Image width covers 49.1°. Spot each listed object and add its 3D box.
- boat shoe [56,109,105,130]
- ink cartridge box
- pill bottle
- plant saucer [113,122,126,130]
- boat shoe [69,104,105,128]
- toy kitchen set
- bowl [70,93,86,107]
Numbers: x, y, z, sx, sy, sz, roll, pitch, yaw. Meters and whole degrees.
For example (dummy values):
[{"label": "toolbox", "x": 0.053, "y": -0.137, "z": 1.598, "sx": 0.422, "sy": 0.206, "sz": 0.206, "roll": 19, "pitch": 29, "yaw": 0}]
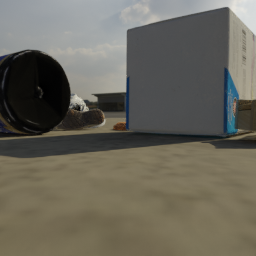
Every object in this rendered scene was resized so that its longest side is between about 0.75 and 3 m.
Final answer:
[{"label": "boat shoe", "x": -1.412, "y": -0.189, "z": 7.700, "sx": 1.549, "sy": 0.586, "sz": 0.556, "roll": -2, "pitch": -11, "yaw": -31}, {"label": "ink cartridge box", "x": 1.658, "y": -0.998, "z": 6.372, "sx": 2.150, "sy": 2.188, "sz": 2.972, "roll": 1, "pitch": 2, "yaw": 36}, {"label": "pill bottle", "x": -2.848, "y": -0.732, "z": 6.336, "sx": 2.994, "sy": 1.675, "sz": 1.675, "roll": 1, "pitch": 3, "yaw": 38}, {"label": "plant saucer", "x": 0.247, "y": -0.060, "z": 7.876, "sx": 1.324, "sy": 0.214, "sz": 1.324, "roll": 0, "pitch": 3, "yaw": 0}, {"label": "boat shoe", "x": -1.484, "y": -0.407, "z": 8.650, "sx": 2.016, "sy": 0.659, "sz": 0.742, "roll": -3, "pitch": 25, "yaw": -46}, {"label": "toy kitchen set", "x": 2.978, "y": -0.856, "z": 4.620, "sx": 2.286, "sy": 2.062, "sz": 1.865, "roll": 3, "pitch": 2, "yaw": 5}, {"label": "bowl", "x": -2.339, "y": -0.904, "z": 10.888, "sx": 1.652, "sy": 0.775, "sz": 1.652, "roll": 0, "pitch": 19, "yaw": 0}]
